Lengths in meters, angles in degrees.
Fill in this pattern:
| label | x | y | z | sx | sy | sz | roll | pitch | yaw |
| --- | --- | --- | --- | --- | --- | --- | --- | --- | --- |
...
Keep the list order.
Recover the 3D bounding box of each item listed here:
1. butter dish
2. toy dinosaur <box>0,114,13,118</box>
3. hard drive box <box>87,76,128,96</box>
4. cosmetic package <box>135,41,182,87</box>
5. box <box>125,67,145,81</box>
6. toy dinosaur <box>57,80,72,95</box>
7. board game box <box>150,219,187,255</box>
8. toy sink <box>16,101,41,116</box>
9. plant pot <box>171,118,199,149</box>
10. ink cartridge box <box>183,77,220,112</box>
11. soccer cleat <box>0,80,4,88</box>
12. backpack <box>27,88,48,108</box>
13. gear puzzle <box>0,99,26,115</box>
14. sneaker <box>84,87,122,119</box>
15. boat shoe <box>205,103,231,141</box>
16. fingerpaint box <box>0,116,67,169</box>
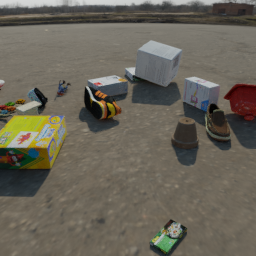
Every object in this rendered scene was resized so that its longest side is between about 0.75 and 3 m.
| label | x | y | z | sx | sy | sz | roll | pitch | yaw |
| --- | --- | --- | --- | --- | --- | --- | --- | --- | --- |
| butter dish | 5.394 | -1.035 | 12.448 | 1.902 | 1.406 | 1.896 | 7 | -14 | 2 |
| toy dinosaur | -6.393 | -0.781 | 12.678 | 2.665 | 0.633 | 1.175 | -1 | 41 | -2 |
| hard drive box | -1.127 | -2.319 | 15.623 | 1.817 | 0.698 | 1.416 | -17 | 30 | -30 |
| cosmetic package | 1.818 | -3.925 | 16.935 | 2.175 | 1.795 | 1.793 | 24 | 43 | 20 |
| box | 1.218 | -3.654 | 18.610 | 2.477 | 0.450 | 1.788 | -8 | 28 | -13 |
| toy dinosaur | -3.672 | -2.159 | 15.784 | 0.700 | 1.333 | 1.210 | 33 | 53 | -10 |
| board game box | 0.961 | 2.535 | 6.586 | 0.478 | 0.107 | 0.913 | 23 | 34 | 34 |
| toy sink | -4.439 | -0.766 | 12.707 | 0.622 | 0.535 | 0.954 | 21 | 38 | 36 |
| plant pot | 2.156 | 0.136 | 10.485 | 1.045 | 0.911 | 1.045 | -1 | 27 | 1 |
| ink cartridge box | 3.536 | -1.680 | 13.723 | 0.728 | 1.243 | 1.720 | -15 | 30 | -27 |
| soccer cleat | -7.990 | -2.454 | 15.525 | 0.827 | 1.026 | 2.409 | 18 | 32 | 32 |
| backpack | -4.412 | -1.474 | 13.645 | 0.595 | 0.941 | 0.785 | -31 | 23 | 8 |
| gear puzzle | -5.698 | -1.079 | 13.628 | 1.026 | 0.259 | 1.981 | 10 | 28 | 20 |
| sneaker | -1.240 | -1.202 | 13.277 | 1.229 | 0.955 | 2.732 | -4 | 29 | -25 |
| boat shoe | 3.607 | -0.338 | 11.453 | 0.874 | 0.875 | 2.365 | 0 | 27 | 0 |
| fingerpaint box | -3.428 | 0.440 | 9.886 | 2.004 | 0.881 | 2.402 | 0 | 27 | 1 |
